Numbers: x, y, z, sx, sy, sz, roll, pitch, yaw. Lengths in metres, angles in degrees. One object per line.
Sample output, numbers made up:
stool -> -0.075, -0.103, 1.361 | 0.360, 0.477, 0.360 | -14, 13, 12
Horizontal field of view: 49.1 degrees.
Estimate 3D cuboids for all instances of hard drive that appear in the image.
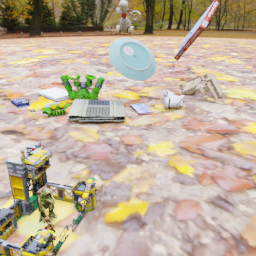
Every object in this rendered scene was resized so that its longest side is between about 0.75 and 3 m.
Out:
hard drive -> -3.840, -1.810, 15.038 | 1.806, 0.229, 1.191 | 21, 31, 40

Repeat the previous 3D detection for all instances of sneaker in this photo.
sneaker -> 2.226, -1.395, 13.615 | 0.962, 0.629, 1.675 | 2, 28, 4

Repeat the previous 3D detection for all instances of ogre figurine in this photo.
ogre figurine -> -2.253, -2.011, 14.145 | 2.194, 1.315, 1.076 | -5, 28, -9

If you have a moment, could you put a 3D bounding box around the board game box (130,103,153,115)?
board game box -> 0.606, -0.881, 13.004 | 0.656, 0.124, 1.275 | -8, 24, -15

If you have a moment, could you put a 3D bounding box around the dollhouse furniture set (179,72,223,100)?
dollhouse furniture set -> 3.764, -1.905, 15.227 | 2.321, 1.133, 1.979 | -19, 24, 39

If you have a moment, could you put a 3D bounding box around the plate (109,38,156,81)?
plate -> 0.290, -3.324, 13.163 | 2.450, 2.450, 0.313 | -13, -17, -28

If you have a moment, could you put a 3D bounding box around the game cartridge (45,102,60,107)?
game cartridge -> -3.574, -1.075, 13.440 | 0.793, 0.165, 0.528 | -10, 21, -21

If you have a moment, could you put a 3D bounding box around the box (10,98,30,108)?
box -> -5.302, -1.251, 13.823 | 0.644, 0.172, 1.063 | -18, 30, -35

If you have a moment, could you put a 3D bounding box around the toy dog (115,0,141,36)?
toy dog -> -0.045, -3.023, 7.672 | 0.685, 1.038, 0.500 | 23, 55, -8

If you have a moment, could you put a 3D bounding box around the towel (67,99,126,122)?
towel -> -1.370, -0.745, 12.485 | 2.455, 0.440, 2.549 | 1, 21, -4

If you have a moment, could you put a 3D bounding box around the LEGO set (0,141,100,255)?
LEGO set -> -1.893, 1.378, 5.770 | 2.175, 1.639, 2.828 | 11, 25, 24

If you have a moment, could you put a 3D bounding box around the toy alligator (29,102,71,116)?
toy alligator -> -3.330, -0.718, 12.229 | 1.794, 0.532, 0.487 | -13, 67, -28

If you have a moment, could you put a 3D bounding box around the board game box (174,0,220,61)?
board game box -> 1.734, -2.469, 7.288 | 0.164, 0.869, 1.687 | 33, -16, -4

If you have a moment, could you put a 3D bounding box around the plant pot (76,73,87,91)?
plant pot -> -2.653, -2.501, 15.995 | 0.917, 0.917, 0.980 | 0, 38, -1
